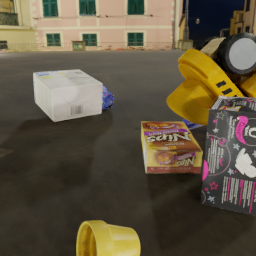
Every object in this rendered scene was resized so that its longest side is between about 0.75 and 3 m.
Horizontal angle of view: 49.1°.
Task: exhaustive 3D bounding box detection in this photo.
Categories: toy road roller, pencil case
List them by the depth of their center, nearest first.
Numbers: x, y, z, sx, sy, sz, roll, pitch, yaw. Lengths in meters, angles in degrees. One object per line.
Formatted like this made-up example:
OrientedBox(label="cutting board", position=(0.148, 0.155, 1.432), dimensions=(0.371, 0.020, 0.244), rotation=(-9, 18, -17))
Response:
OrientedBox(label="toy road roller", position=(2.313, -0.719, 6.760), dimensions=(2.138, 2.929, 1.800), rotation=(-44, 16, 5))
OrientedBox(label="pencil case", position=(-1.174, -1.437, 12.576), dimensions=(0.864, 0.776, 1.989), rotation=(-25, 24, -7))

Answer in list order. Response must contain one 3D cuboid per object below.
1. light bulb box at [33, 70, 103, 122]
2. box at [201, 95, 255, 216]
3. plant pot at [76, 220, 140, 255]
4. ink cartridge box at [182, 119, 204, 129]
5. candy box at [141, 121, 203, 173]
OrientedBox(label="light bulb box", position=(-2.435, -1.398, 11.251), dimensions=(2.102, 1.324, 2.121), rotation=(-12, 31, -32))
OrientedBox(label="box", position=(2.148, 0.458, 5.411), dimensions=(1.111, 1.937, 1.280), rotation=(9, 21, 24))
OrientedBox(label="plant pot", position=(-0.253, 1.668, 3.891), dimensions=(0.717, 0.762, 0.762), rotation=(6, 14, -29))
OrientedBox(label="ink cartridge box", position=(2.778, -0.427, 8.999), dimensions=(2.009, 0.472, 1.986), rotation=(-13, -4, -38))
OrientedBox(label="candy box", position=(1.059, 0.430, 7.504), dimensions=(1.314, 0.636, 2.251), rotation=(0, 21, -1))
